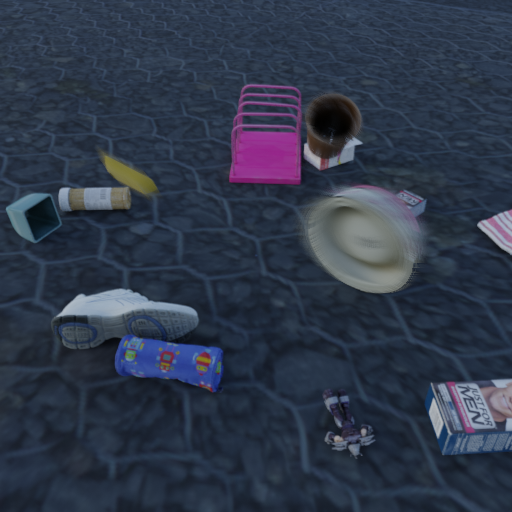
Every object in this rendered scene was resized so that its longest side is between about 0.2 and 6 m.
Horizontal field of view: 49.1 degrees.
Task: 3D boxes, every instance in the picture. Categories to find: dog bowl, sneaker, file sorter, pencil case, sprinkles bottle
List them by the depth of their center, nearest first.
[{"bbox_3d":[-1.329,1.697,8.896,1.728,0.751,0.674,7,74,11],"label":"pencil case"},{"bbox_3d":[-2.210,0.969,9.678,2.465,0.918,1.074,2,34,2],"label":"sneaker"},{"bbox_3d":[2.024,-0.362,10.257,2.105,2.105,0.776,24,49,28],"label":"dog bowl"},{"bbox_3d":[-3.665,-1.297,12.778,1.530,0.522,0.522,-1,39,-2],"label":"sprinkles bottle"},{"bbox_3d":[0.292,-3.152,14.268,1.742,1.572,2.507,2,39,2],"label":"file sorter"}]

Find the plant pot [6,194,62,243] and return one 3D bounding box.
[{"bbox_3d":[-4.881,-0.877,12.074,0.824,0.806,0.809,14,40,27],"label":"plant pot"}]

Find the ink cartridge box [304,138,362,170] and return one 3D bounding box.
[{"bbox_3d":[2.019,-2.750,14.662,1.344,0.453,0.783,-20,43,-21],"label":"ink cartridge box"}]

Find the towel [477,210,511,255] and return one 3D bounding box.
[{"bbox_3d":[5.823,-0.744,11.702,1.926,0.288,1.410,-22,28,2],"label":"towel"}]

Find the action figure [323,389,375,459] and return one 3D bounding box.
[{"bbox_3d":[1.318,2.468,8.199,0.706,0.376,1.085,-1,41,-13],"label":"action figure"}]

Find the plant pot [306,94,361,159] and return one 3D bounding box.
[{"bbox_3d":[1.732,-2.942,13.162,1.247,1.234,1.247,0,77,-1],"label":"plant pot"}]

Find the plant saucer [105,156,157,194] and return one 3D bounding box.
[{"bbox_3d":[-2.351,-1.450,10.391,0.948,0.948,0.230,28,85,-3],"label":"plant saucer"}]

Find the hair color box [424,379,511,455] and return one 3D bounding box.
[{"bbox_3d":[3.537,2.327,8.195,1.846,0.559,0.923,-2,39,-3],"label":"hair color box"}]

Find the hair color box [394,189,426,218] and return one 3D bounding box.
[{"bbox_3d":[3.195,-1.037,12.574,1.221,0.370,0.604,-30,47,-31],"label":"hair color box"}]
